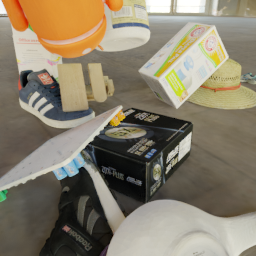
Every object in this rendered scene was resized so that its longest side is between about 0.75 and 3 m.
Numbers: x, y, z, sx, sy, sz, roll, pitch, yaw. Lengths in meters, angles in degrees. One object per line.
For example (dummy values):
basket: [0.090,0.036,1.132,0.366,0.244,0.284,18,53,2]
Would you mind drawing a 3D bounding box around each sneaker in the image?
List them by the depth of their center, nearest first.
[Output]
sneaker: [-0.658,1.310,3.518,1.178,1.019,2.690,-18,31,-22]
sneaker: [-2.127,-0.927,7.736,2.952,1.247,1.106,19,32,33]
sneaker: [4.619,-1.976,10.861,0.891,0.385,0.346,22,34,37]

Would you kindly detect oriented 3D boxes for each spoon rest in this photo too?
spoon rest: [1.093,1.417,3.181,2.970,1.476,0.900,-6,-15,-27]

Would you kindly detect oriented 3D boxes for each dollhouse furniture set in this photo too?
dollhouse furniture set: [-1.162,-0.803,8.029,1.581,1.662,1.354,-6,68,-17]

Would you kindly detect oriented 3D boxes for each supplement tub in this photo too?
supplement tub: [-0.364,-3.661,8.202,1.779,2.464,1.779,-8,3,0]

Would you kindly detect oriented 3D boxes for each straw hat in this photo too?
straw hat: [3.021,-1.698,9.353,2.900,1.227,2.900,0,25,0]

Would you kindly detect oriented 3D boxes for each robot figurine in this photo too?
robot figurine: [-1.253,-2.497,5.380,1.920,2.670,1.557,-42,57,-19]

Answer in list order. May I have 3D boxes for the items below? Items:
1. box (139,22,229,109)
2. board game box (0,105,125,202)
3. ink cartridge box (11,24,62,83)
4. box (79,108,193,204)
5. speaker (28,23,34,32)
box: [1.701,-1.955,8.554,2.302,1.295,1.167,-44,36,-4]
board game box: [-1.216,0.437,4.943,2.080,0.269,2.079,-23,15,29]
ink cartridge box: [-3.111,-2.580,9.798,1.403,2.395,0.806,7,27,14]
box: [0.193,0.387,5.524,1.552,0.816,1.895,16,30,31]
speaker: [-1.947,-3.566,7.405,0.986,2.229,0.986,13,-15,4]
